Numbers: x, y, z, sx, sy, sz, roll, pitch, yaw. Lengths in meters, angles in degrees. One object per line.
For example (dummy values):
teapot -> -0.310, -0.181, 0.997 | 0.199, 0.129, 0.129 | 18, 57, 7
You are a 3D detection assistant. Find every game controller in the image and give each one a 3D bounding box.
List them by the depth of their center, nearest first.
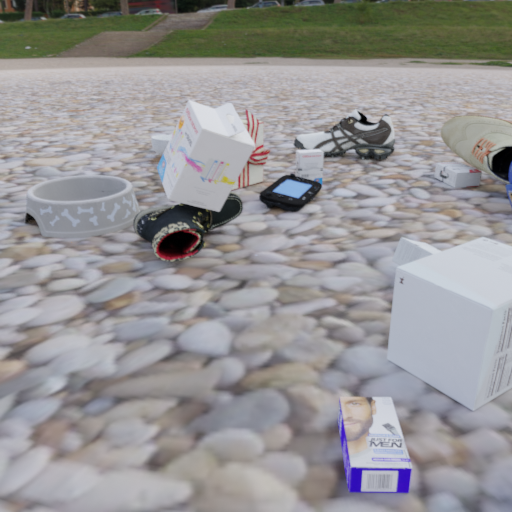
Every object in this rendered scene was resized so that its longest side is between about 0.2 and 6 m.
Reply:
game controller -> 0.742, -1.324, 11.555 | 0.925, 0.373, 1.773 | 8, 25, 20

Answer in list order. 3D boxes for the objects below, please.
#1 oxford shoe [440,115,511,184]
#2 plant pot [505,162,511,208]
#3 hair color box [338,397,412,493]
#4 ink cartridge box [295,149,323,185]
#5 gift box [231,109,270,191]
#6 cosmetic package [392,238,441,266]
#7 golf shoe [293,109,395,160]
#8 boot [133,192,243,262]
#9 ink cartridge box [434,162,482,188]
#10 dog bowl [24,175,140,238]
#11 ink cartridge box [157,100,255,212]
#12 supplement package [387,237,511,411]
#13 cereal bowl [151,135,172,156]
oxford shoe -> 5.163, -2.290, 11.994 | 1.243, 1.192, 3.367 | 1, 27, -37
plant pot -> 5.125, -1.196, 10.279 | 0.896, 0.896, 0.806 | 3, 46, 45
hair color box -> 0.986, 1.584, 4.786 | 0.491, 0.291, 0.898 | 0, 21, 2
ink cartridge box -> 1.193, -1.985, 12.598 | 0.563, 0.771, 0.325 | -5, 23, -11
gift box -> -0.757, -2.383, 12.432 | 1.603, 1.717, 1.584 | 22, 36, 39
cosmetic package -> 2.458, 0.118, 7.852 | 0.557, 0.401, 0.988 | 10, 15, -33
golf shoe -> 2.376, -3.333, 15.165 | 2.743, 1.296, 1.066 | 5, 24, 15
boot -> -0.937, -0.478, 9.105 | 1.916, 0.692, 1.447 | -15, 24, -17
ink cartridge box -> 4.604, -1.860, 12.811 | 0.649, 0.366, 0.884 | -5, 24, -13
dog bowl -> -3.243, -0.986, 10.445 | 2.131, 0.625, 2.131 | 1, 22, 0
ink cartridge box -> -0.782, -1.641, 8.839 | 0.943, 1.506, 0.968 | 11, 35, -32
supplement package -> 2.356, 0.632, 5.924 | 1.509, 1.137, 1.146 | -15, 27, -32
cereal bowl -> -2.093, -2.875, 14.890 | 1.382, 0.576, 1.382 | 2, 18, -1
